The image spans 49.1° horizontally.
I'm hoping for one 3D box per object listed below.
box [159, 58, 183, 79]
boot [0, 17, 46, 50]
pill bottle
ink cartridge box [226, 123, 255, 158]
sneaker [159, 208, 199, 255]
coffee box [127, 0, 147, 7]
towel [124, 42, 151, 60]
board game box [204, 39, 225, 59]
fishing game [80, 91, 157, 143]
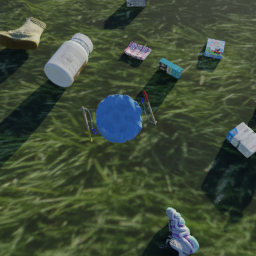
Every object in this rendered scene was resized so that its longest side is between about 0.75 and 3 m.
[{"bbox_3d":[1.954,-2.749,12.917,1.123,0.462,0.276,34,64,20],"label":"box"},{"bbox_3d":[-5.387,-4.816,14.033,2.216,0.806,1.722,7,58,3],"label":"boot"},{"bbox_3d":[-2.579,-3.104,12.616,1.346,1.346,2.354,20,60,13],"label":"pill bottle"},{"bbox_3d":[4.532,0.466,10.847,0.824,0.476,1.128,-30,62,-18],"label":"ink cartridge box"},{"bbox_3d":[1.394,3.402,8.896,1.084,0.603,1.550,-26,60,-16],"label":"sneaker"},{"bbox_3d":[0.484,-7.226,15.793,1.111,0.443,0.628,0,57,0],"label":"coffee box"},{"bbox_3d":[0.471,-3.789,13.760,1.127,0.169,0.825,25,61,15],"label":"towel"},{"bbox_3d":[4.281,-3.917,13.819,0.841,0.203,1.111,14,58,9],"label":"board game box"},{"bbox_3d":[-0.299,-0.325,9.990,2.483,0.386,1.778,-19,87,-11],"label":"fishing game"}]
